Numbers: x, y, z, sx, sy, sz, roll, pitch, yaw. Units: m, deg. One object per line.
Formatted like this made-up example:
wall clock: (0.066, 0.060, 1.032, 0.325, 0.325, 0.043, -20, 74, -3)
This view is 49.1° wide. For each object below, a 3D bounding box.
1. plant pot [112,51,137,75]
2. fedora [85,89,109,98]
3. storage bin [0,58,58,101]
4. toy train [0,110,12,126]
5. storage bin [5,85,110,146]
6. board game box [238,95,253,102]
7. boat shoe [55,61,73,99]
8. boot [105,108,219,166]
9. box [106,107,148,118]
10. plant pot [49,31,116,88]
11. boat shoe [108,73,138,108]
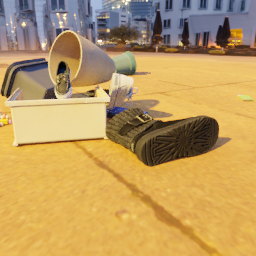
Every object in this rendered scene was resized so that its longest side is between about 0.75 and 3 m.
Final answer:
plant pot: (-0.608, -5.172, 23.049, 1.912, 1.952, 1.952, -20, 26, -29)
fedora: (-1.396, -1.529, 13.751, 1.371, 0.626, 1.371, 0, 18, 0)
storage bin: (-4.164, -1.845, 13.156, 1.910, 2.069, 2.843, 33, 25, 8)
toy train: (-5.020, -0.355, 10.550, 1.122, 0.416, 1.494, -10, 21, -28)
storage bin: (-2.316, -0.608, 9.711, 2.980, 1.396, 2.958, -4, 18, -12)
board game box: (6.090, -1.542, 14.554, 0.534, 0.168, 1.118, 2, 16, 9)
boat shoe: (-2.206, -1.623, 9.402, 0.579, 0.478, 1.688, -11, 48, 0)
boot: (0.977, 0.039, 8.262, 2.888, 1.087, 2.160, -10, 20, -26)
box: (-0.122, -0.563, 11.400, 1.630, 0.264, 0.987, 14, 22, 32)
plant pot: (-1.584, -2.465, 10.917, 2.043, 2.043, 2.182, 17, 10, 42)
boat shoe: (-0.159, -1.348, 10.583, 1.069, 0.926, 2.507, 6, -16, -7)
